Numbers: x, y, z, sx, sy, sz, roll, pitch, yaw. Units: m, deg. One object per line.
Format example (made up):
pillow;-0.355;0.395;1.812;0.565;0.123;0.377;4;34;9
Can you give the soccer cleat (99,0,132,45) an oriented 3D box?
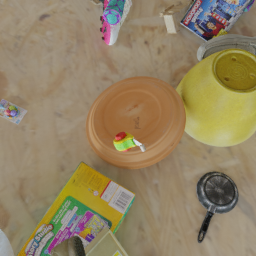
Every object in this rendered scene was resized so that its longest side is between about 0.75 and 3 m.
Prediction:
soccer cleat;-0.380;-4.089;9.711;1.168;0.945;2.705;0;70;-15

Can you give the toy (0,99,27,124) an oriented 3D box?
toy;-3.612;-0.534;8.519;0.913;0.216;0.526;23;69;10

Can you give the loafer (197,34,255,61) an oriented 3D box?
loafer;3.635;-2.379;8.854;2.824;0.987;0.985;-7;44;-3

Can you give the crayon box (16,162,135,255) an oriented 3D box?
crayon box;-1.195;2.433;6.872;1.640;0.805;2.762;29;69;12

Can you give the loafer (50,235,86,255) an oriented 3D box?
loafer;-0.986;2.809;5.052;0.567;0.639;1.681;-12;84;9

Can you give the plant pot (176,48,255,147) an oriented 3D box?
plant pot;2.742;-1.072;7.824;2.701;1.917;2.701;0;66;0

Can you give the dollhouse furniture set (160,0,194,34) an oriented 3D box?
dollhouse furniture set;1.832;-3.996;9.918;1.485;0.657;0.770;-40;38;-23

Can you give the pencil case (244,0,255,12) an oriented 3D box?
pencil case;3.467;-4.797;10.032;2.092;0.890;0.967;14;50;5

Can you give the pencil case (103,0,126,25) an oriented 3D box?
pencil case;-0.336;-3.266;7.368;0.514;0.473;1.112;5;61;13

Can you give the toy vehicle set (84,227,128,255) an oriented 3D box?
toy vehicle set;-0.418;3.141;6.285;0.971;0.207;1.562;-40;112;-28

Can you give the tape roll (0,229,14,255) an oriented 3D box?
tape roll;-3.659;3.172;6.090;2.309;0.808;2.309;-1;86;15

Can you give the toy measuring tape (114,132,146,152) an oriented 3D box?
toy measuring tape;-0.023;0.325;5.439;0.408;1.108;0.408;-4;103;-19

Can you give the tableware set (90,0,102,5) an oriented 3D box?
tableware set;-1.050;-5.111;10.597;1.060;0.123;0.885;-32;70;-13

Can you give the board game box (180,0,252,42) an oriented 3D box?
board game box;2.749;-4.081;9.412;2.022;0.624;2.024;36;101;2

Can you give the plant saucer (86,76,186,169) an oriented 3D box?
plant saucer;0.150;-0.283;7.866;2.885;0.466;2.885;-7;62;14

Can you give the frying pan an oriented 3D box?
frying pan;2.141;1.924;7.417;1.906;0.310;1.153;-38;71;-19
